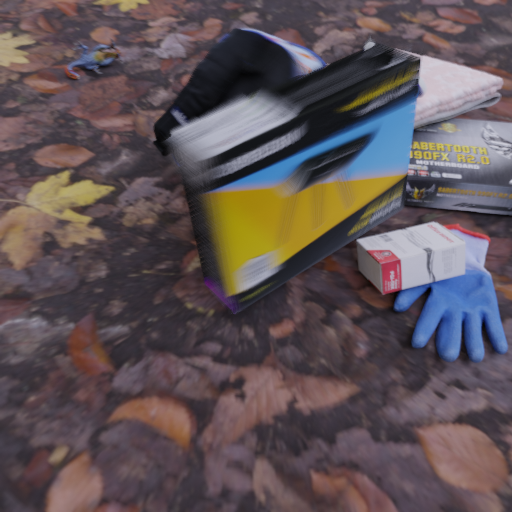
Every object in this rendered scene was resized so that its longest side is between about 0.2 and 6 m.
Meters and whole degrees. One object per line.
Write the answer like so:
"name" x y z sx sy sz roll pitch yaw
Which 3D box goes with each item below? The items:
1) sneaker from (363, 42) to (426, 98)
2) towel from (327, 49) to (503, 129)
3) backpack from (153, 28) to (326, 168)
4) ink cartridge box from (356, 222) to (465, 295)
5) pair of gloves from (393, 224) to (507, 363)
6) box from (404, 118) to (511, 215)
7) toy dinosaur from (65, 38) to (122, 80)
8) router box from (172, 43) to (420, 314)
"sneaker" 2.241 -2.934 10.055 1.134 1.548 0.624 -61 28 2
"towel" 2.646 -3.526 11.908 3.703 0.597 3.537 -22 39 -25
"backpack" 0.098 -2.288 9.633 2.944 2.804 2.268 40 35 23
"ink cartridge box" 2.412 0.017 8.802 1.388 0.575 1.018 -13 24 -7
"pair of gloves" 4.005 0.770 8.494 3.558 0.405 2.860 16 49 16
"box" 3.982 -1.769 10.667 2.784 0.673 2.205 7 45 7
"toy dinosaur" -4.001 -4.725 13.781 1.341 0.776 1.478 -24 5 0
"router box" 0.734 -1.139 8.046 3.568 2.661 0.911 -31 47 -23
